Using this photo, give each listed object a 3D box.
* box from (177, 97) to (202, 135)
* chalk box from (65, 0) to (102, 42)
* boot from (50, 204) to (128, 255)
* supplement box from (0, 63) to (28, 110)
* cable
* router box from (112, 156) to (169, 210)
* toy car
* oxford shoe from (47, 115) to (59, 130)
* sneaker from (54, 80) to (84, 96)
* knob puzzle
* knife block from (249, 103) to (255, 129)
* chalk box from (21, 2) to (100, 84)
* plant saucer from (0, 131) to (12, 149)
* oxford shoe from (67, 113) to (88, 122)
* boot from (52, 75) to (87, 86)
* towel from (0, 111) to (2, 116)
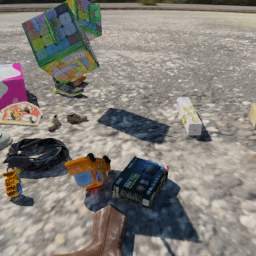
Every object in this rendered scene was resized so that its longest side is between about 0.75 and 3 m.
[{"bbox_3d":[2.415,-0.531,11.245,0.523,0.488,2.524,0,29,0],"label":"box"},{"bbox_3d":[-2.061,-4.557,11.944,2.255,1.403,1.396,-11,-7,40],"label":"chalk box"},{"bbox_3d":[-0.809,2.323,5.991,1.607,0.554,1.724,12,32,-5],"label":"boot"},{"bbox_3d":[-5.517,-1.997,13.017,1.339,1.368,2.647,-10,29,-19],"label":"supplement box"},{"bbox_3d":[-2.830,0.794,8.970,1.990,0.506,1.624,0,24,5],"label":"cable"},{"bbox_3d":[0.371,1.447,7.691,1.102,0.457,1.470,13,31,22],"label":"router box"},{"bbox_3d":[-1.856,1.454,7.771,2.810,1.378,0.935,-15,73,7],"label":"toy car"},{"bbox_3d":[-2.934,-0.227,10.872,0.311,0.324,0.878,1,29,3],"label":"oxford shoe"},{"bbox_3d":[-2.939,-1.996,13.722,1.655,0.670,0.611,10,30,18],"label":"sneaker"},{"bbox_3d":[-3.455,-0.541,9.154,1.465,0.203,1.465,8,35,-6],"label":"knob puzzle"},{"bbox_3d":[5.641,-0.319,10.798,1.551,0.565,1.767,7,29,10],"label":"knife block"},{"bbox_3d":[-1.958,-2.441,8.097,1.430,1.437,2.309,-24,-11,5],"label":"chalk box"},{"bbox_3d":[-4.758,0.366,9.806,1.283,0.322,1.283,0,29,0],"label":"plant saucer"},{"bbox_3d":[-2.048,-0.438,11.265,0.839,0.314,0.296,-9,30,-15],"label":"oxford shoe"},{"bbox_3d":[-3.148,-2.677,15.114,1.595,0.588,1.234,23,35,18],"label":"boot"},{"bbox_3d":[-5.270,-0.464,11.532,1.059,0.163,0.790,3,27,9],"label":"towel"}]
